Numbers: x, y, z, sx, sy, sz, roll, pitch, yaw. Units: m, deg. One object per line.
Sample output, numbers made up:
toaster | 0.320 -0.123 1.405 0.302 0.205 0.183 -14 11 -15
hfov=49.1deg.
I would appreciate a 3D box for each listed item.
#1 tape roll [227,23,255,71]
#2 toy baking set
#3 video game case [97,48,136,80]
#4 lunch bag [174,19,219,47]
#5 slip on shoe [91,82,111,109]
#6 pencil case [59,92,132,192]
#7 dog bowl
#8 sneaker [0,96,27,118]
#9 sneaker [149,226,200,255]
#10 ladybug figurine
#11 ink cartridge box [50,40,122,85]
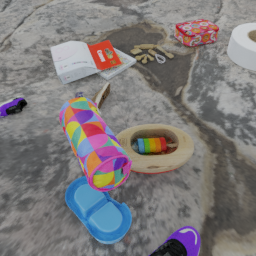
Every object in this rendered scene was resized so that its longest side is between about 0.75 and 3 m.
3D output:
tape roll | 6.294 -3.887 13.348 2.880 1.007 2.880 1 47 -1
toy baking set | 1.138 -3.607 13.651 2.002 0.233 1.536 -6 50 -5
video game case | -0.867 -3.091 13.145 1.724 0.217 1.895 35 56 28
lunch bag | 3.498 -5.029 14.592 2.022 0.828 1.781 -15 44 -15
slip on shoe | -1.124 -1.339 11.343 0.437 0.548 1.442 14 56 14
pencil case | -0.882 0.264 7.124 1.227 1.227 2.777 -18 45 -16
dog bowl | -0.841 2.319 7.913 1.224 0.544 2.196 -33 55 -27
sneaker | -4.456 -0.764 10.833 0.637 0.445 1.281 28 53 23
sneaker | 0.947 3.186 6.628 2.485 1.236 0.864 -36 56 -28
ladybug figurine | 0.744 0.743 9.068 2.705 0.973 1.836 -1 47 -1
ink cartridge box | -1.975 -3.292 12.752 2.797 0.798 2.273 -23 50 -2
